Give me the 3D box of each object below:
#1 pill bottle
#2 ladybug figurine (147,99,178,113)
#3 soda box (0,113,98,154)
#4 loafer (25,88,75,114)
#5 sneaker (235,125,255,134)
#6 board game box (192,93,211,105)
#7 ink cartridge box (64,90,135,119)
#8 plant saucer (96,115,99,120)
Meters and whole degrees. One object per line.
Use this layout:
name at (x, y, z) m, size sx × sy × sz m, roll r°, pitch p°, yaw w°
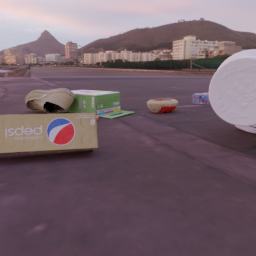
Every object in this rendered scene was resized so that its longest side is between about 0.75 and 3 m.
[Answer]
pill bottle at (2.871, -0.993, 6.445) m, size 1.584 × 1.584 × 2.891 m, roll 7°, pitch 16°, yaw 29°
ladybug figurine at (1.323, -0.839, 10.589) m, size 1.331 × 0.479 × 0.903 m, roll -7°, pitch 14°, yaw -29°
soda box at (-1.659, 0.114, 5.374) m, size 2.075 × 0.703 × 0.664 m, roll -2°, pitch -6°, yaw -16°
loafer at (-2.951, -0.912, 10.168) m, size 2.228 × 0.761 × 0.843 m, roll -7°, pitch -33°, yaw 30°
sneaker at (3.695, -0.167, 7.171) m, size 1.859 × 0.658 × 0.679 m, roll 12°, pitch 17°, yaw 43°
board game box at (3.710, -1.386, 13.048) m, size 1.550 × 0.478 × 1.551 m, roll 1°, pitch 13°, yaw 3°
ink cartridge box at (-1.186, -0.960, 10.461) m, size 2.616 × 0.776 × 1.358 m, roll 9°, pitch 16°, yaw 36°
plant saucer at (-1.459, -0.357, 9.193) m, size 0.989 × 0.160 × 0.989 m, roll 1°, pitch 13°, yaw 0°
